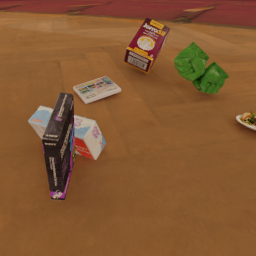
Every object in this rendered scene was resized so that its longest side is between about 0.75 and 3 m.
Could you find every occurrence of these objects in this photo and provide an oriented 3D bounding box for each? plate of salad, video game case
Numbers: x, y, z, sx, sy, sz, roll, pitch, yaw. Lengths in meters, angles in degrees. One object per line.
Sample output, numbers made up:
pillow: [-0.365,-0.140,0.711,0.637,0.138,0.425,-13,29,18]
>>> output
plate of salad: [3.833,-0.189,8.046,1.371,0.329,1.371,8,22,-3]
video game case: [-1.145,-1.425,10.255,1.404,0.166,1.278,-22,39,-19]

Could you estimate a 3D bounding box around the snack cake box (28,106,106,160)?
snack cake box: [-1.491,0.109,6.931,1.688,0.971,0.567,15,58,23]

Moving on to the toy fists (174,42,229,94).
toy fists: [2.503,-1.915,9.629,2.141,1.092,0.736,30,29,-29]

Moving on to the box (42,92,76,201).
box: [-1.230,0.369,5.221,0.306,1.697,1.214,5,44,-1]

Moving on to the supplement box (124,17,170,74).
supplement box: [0.827,-3.584,12.121,1.195,0.927,2.165,26,62,3]
